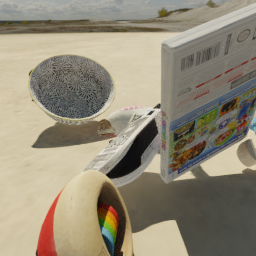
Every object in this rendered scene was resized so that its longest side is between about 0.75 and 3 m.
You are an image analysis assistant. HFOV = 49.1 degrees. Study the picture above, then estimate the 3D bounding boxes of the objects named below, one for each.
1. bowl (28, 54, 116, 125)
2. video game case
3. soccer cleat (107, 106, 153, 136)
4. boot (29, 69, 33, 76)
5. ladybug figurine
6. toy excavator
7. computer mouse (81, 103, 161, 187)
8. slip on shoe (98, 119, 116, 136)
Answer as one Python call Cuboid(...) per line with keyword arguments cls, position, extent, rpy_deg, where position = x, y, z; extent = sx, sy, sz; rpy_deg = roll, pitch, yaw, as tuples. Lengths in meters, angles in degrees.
Cuboid(cls="bowl", position=(-1.454, -0.810, 7.313), extent=(2.137, 1.003, 2.137), rpy_deg=(7, 55, -11))
Cuboid(cls="video game case", position=(1.287, -0.369, 4.112), extent=(1.873, 2.615, 0.236), rpy_deg=(-26, 50, -17))
Cuboid(cls="soccer cleat", position=(0.580, -0.172, 6.279), extent=(2.135, 0.746, 0.922), rpy_deg=(-1, -3, -5))
Cuboid(cls="boot", position=(-2.358, -1.895, 9.954), extent=(1.824, 0.660, 1.517), rpy_deg=(-14, -12, 23))
Cuboid(cls="ladybug figurine", position=(-0.416, 1.120, 2.867), extent=(0.656, 1.238, 1.824), rpy_deg=(-23, 4, 7))
Cuboid(cls="toy excavator", position=(2.884, 0.141, 5.672), extent=(1.593, 0.818, 1.638), rpy_deg=(20, 55, -18))
Cuboid(cls="computer mouse", position=(0.360, 0.128, 4.923), extent=(2.962, 0.650, 1.624), rpy_deg=(-44, 11, -22))
Cuboid(cls="slip on shoe", position=(-0.457, -0.002, 5.733), extent=(0.359, 0.286, 0.944), rpy_deg=(-7, -4, 4))
